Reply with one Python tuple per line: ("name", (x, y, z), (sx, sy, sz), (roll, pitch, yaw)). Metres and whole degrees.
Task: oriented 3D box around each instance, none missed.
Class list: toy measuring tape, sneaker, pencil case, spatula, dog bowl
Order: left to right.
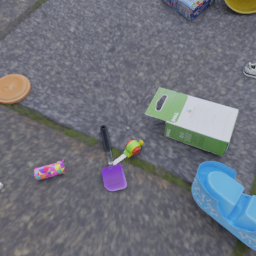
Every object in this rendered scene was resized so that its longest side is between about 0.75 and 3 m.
("pencil case", (-2.475, 1.337, 8.881), (0.981, 0.434, 0.434), (-18, 58, -12))
("spatula", (-0.630, 0.891, 9.256), (0.697, 0.253, 2.465), (-15, 55, -1))
("toy measuring tape", (-0.026, 0.769, 9.228), (1.338, 0.492, 0.492), (-33, 62, -20))
("dog bowl", (3.050, 2.162, 7.717), (2.945, 0.730, 1.641), (37, 38, 19))
("sneaker", (5.353, -2.267, 11.192), (1.319, 0.531, 0.504), (11, 55, 5))

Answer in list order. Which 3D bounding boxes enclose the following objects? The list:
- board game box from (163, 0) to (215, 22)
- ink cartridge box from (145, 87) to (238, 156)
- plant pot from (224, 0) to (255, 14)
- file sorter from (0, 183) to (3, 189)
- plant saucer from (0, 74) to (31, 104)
("board game box", (2.879, -6.483, 13.877), (2.180, 0.673, 2.181), (36, 64, 20))
("ink cartridge box", (2.132, -0.282, 9.613), (2.846, 0.844, 1.478), (19, 56, 16))
("plant pot", (5.676, -7.258, 13.376), (2.898, 2.898, 2.057), (0, 38, 0))
("file sorter", (-5.157, 1.883, 7.927), (1.578, 1.416, 2.274), (28, 60, 17))
("plant saucer", (-4.557, -1.565, 10.903), (1.463, 0.236, 1.463), (0, 56, 1))
